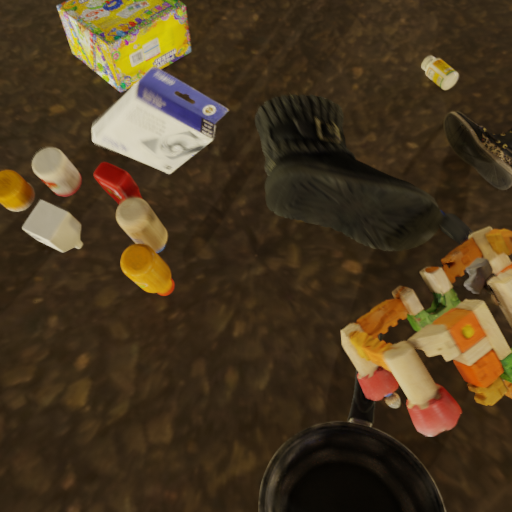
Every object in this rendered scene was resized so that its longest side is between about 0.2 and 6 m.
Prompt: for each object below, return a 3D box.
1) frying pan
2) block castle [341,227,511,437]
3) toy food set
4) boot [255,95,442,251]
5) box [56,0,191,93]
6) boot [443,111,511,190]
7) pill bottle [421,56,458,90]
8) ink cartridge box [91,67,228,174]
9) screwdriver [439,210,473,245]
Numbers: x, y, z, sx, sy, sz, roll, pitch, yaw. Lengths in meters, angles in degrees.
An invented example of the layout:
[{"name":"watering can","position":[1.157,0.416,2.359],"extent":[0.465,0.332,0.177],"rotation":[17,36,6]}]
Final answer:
[{"name":"frying pan","position":[1.008,2.535,7.131],"extent":[2.236,0.602,3.696],"rotation":[-3,47,-11]},{"name":"block castle","position":[2.616,0.879,6.848],"extent":[2.813,1.879,1.319],"rotation":[-34,99,-10]},{"name":"toy food set","position":[-2.418,-0.547,8.521],"extent":[2.943,1.324,1.405],"rotation":[23,74,15]},{"name":"boot","position":[1.398,-1.388,8.740],"extent":[2.924,1.100,2.186],"rotation":[17,40,-17]},{"name":"box","position":[-2.684,-4.681,11.577],"extent":[1.891,1.154,1.822],"rotation":[-38,64,-21]},{"name":"boot","position":[4.416,-2.133,10.200],"extent":[1.329,0.646,1.764],"rotation":[-29,65,-16]},{"name":"pill bottle","position":[3.723,-3.751,11.416],"extent":[0.410,0.410,0.728],"rotation":[-28,61,-17]},{"name":"ink cartridge box","position":[-1.179,-1.628,7.020],"extent":[1.265,1.268,0.257],"rotation":[18,49,-44]},{"name":"screwdriver","position":[2.777,-0.781,9.029],"extent":[0.322,0.309,2.214],"rotation":[24,20,-32]}]
